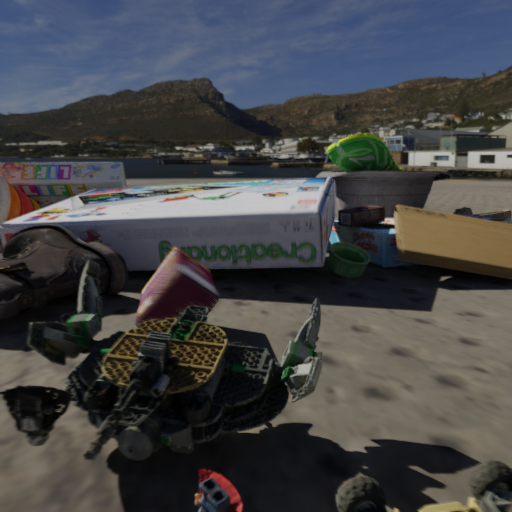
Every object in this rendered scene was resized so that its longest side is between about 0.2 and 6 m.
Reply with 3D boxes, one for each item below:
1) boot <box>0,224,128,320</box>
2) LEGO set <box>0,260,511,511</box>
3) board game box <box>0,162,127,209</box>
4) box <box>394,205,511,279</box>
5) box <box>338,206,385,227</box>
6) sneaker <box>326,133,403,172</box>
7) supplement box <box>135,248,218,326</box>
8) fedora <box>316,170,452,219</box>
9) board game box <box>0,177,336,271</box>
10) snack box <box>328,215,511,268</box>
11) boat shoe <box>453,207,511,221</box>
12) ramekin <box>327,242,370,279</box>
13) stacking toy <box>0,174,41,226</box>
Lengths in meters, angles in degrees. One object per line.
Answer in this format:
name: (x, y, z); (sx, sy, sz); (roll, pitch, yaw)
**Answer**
boot: (-2.955, 0.164, 6.653); (2.383, 0.825, 2.075); (9, 13, 32)
LEGO set: (-0.277, 0.932, 3.102); (2.012, 0.878, 3.099); (-6, 24, -20)
board game box: (-4.563, -1.335, 12.853); (3.170, 0.543, 2.131); (-1, -25, -7)
box: (3.147, -0.204, 8.414); (2.072, 0.220, 1.694); (11, 29, 6)
box: (1.805, -0.681, 9.568); (0.760, 0.285, 0.380); (-9, 13, -33)
sneaker: (2.595, -1.659, 12.004); (1.032, 1.165, 2.787); (-29, -41, 34)
supplement box: (-0.770, 0.386, 5.435); (0.487, 0.627, 1.137); (36, 4, -14)
fedora: (2.775, -1.198, 12.604); (2.867, 1.464, 3.242); (-2, 10, -12)
board game box: (-1.172, -0.573, 9.222); (4.808, 0.832, 3.035); (-1, 16, 12)
snack box: (3.165, -0.323, 10.078); (3.252, 0.603, 1.889); (-4, 10, -20)
boat shoe: (4.723, -0.805, 12.716); (1.993, 0.647, 0.719); (3, 10, 15)
ramekin: (1.334, 0.072, 8.201); (0.606, 0.296, 0.606); (11, 29, -6)
stacking toy: (-5.110, -0.810, 11.919); (1.552, 1.552, 2.124); (5, -8, 26)
